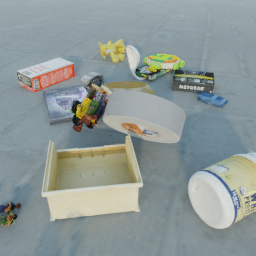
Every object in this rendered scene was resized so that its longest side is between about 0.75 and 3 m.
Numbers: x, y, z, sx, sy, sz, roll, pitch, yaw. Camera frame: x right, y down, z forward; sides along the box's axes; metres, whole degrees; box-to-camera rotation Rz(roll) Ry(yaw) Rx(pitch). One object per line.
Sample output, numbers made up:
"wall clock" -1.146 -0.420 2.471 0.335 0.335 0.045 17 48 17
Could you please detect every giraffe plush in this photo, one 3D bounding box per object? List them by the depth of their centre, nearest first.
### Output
"giraffe plush" -1.141 -4.846 17.559 1.693 1.460 1.373 -8 18 -43

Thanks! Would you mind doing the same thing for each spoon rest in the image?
"spoon rest" 0.377 -3.392 14.812 0.640 2.113 1.050 -34 41 -10

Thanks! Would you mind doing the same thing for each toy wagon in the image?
"toy wagon" 1.970 -3.779 16.166 2.069 0.528 2.667 18 29 25

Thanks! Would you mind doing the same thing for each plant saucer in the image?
"plant saucer" -0.080 -1.803 13.066 2.732 0.484 2.732 -1 18 0

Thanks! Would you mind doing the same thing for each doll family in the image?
"doll family" -3.292 2.314 7.604 0.650 0.441 1.124 -13 33 -11
"doll family" -1.383 -0.576 10.059 1.105 2.816 1.627 29 82 9

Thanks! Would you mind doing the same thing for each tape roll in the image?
"tape roll" 0.527 -0.306 9.327 2.642 2.642 0.873 12 76 17

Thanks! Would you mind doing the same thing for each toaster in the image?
"toaster" -1.869 -2.421 14.447 1.188 0.675 0.767 -36 43 -28

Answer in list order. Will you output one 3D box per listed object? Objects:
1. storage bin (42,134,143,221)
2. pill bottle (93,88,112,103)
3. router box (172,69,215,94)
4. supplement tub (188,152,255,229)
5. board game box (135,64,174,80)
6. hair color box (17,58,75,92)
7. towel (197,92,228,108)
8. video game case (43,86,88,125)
"storage bin" -1.049 1.311 8.401 2.548 1.194 2.529 -5 35 -7
"pill bottle" -1.186 -1.123 11.672 0.633 0.633 1.136 27 72 34
"router box" 3.393 -2.425 14.555 2.083 0.544 1.638 7 35 11
"supplement tub" 2.896 1.606 7.635 2.133 1.540 1.540 -18 38 -24
"board game box" 1.524 -3.351 16.019 1.360 0.305 2.597 22 35 33
"hair color box" -4.341 -2.915 15.030 1.383 0.835 2.725 27 41 33
"towel" 3.985 -1.356 13.173 1.300 0.316 0.726 24 40 32
"video game case" -2.726 -1.130 12.896 2.050 0.272 2.869 -11 34 -16
